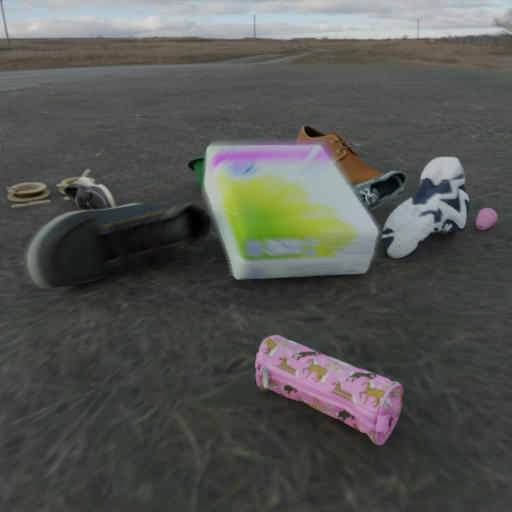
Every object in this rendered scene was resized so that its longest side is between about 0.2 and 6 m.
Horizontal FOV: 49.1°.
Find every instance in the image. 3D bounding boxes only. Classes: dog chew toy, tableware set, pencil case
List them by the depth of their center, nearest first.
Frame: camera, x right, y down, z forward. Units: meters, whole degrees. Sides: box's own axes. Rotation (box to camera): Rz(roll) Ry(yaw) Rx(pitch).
[{"bbox_3d":[0.860,1.598,6.866,1.868,0.773,0.808,17,49,32],"label":"pencil case"},{"bbox_3d":[5.172,-0.799,12.663,0.419,0.419,0.673,17,39,33],"label":"dog chew toy"},{"bbox_3d":[-5.395,-1.863,14.899,2.302,0.461,1.522,-11,27,-24],"label":"tableware set"}]

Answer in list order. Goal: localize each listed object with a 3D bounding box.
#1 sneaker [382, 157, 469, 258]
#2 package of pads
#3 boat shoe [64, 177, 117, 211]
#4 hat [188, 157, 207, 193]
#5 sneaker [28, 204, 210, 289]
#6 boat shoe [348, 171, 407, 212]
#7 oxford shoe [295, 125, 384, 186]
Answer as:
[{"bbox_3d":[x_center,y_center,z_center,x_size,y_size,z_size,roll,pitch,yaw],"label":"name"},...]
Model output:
[{"bbox_3d":[3.708,-0.656,11.726,0.993,1.620,2.489,8,60,48],"label":"sneaker"},{"bbox_3d":[0.578,-0.957,10.972,2.643,1.167,3.422,-2,39,-15],"label":"package of pads"},{"bbox_3d":[-4.033,-1.378,13.583,0.680,0.755,2.100,-28,37,-28],"label":"boat shoe"},{"bbox_3d":[-1.215,-1.717,14.983,1.422,1.512,1.717,1,-11,16],"label":"hat"},{"bbox_3d":[-2.372,-0.363,10.180,1.769,1.245,3.330,-2,19,32],"label":"sneaker"},{"bbox_3d":[2.630,-1.464,13.149,2.143,0.780,0.662,-23,-8,-19],"label":"boat shoe"},{"bbox_3d":[2.332,-2.773,15.864,1.234,1.233,3.459,-18,40,-40],"label":"oxford shoe"}]
